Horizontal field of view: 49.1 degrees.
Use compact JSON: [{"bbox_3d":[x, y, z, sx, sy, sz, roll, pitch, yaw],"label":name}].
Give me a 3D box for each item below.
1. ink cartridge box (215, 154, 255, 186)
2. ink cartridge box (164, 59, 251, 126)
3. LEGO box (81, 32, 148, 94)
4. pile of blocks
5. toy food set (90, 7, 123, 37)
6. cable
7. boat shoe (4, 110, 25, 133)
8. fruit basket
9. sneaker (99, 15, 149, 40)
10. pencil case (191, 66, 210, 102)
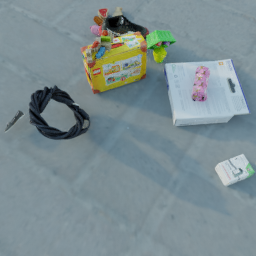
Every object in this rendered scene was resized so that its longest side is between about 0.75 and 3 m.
[{"bbox_3d":[2.953,1.172,7.781,0.829,0.348,0.605,-19,63,-11],"label":"ink cartridge box"},{"bbox_3d":[2.467,-1.193,9.083,2.307,0.468,2.303,-4,60,0],"label":"ink cartridge box"},{"bbox_3d":[-0.402,-2.075,9.036,1.933,1.440,0.746,-19,57,-12],"label":"LEGO box"},{"bbox_3d":[-0.786,-2.388,8.071,0.507,0.384,1.236,27,69,11],"label":"pile of blocks"},{"bbox_3d":[-0.799,-4.011,10.784,1.351,0.335,2.126,-3,61,-5],"label":"toy food set"},{"bbox_3d":[-1.938,-0.443,7.853,1.714,0.534,2.101,59,29,2],"label":"cable"},{"bbox_3d":[-3.471,-0.209,8.429,0.230,0.270,0.807,47,56,-18],"label":"boat shoe"},{"bbox_3d":[1.150,-2.803,9.715,1.065,0.768,1.065,12,71,-39],"label":"fruit basket"},{"bbox_3d":[-0.087,-3.549,9.980,1.847,0.902,0.653,3,70,-11],"label":"sneaker"},{"bbox_3d":[2.259,-1.365,8.639,0.492,0.514,1.188,18,60,-4],"label":"pencil case"}]
